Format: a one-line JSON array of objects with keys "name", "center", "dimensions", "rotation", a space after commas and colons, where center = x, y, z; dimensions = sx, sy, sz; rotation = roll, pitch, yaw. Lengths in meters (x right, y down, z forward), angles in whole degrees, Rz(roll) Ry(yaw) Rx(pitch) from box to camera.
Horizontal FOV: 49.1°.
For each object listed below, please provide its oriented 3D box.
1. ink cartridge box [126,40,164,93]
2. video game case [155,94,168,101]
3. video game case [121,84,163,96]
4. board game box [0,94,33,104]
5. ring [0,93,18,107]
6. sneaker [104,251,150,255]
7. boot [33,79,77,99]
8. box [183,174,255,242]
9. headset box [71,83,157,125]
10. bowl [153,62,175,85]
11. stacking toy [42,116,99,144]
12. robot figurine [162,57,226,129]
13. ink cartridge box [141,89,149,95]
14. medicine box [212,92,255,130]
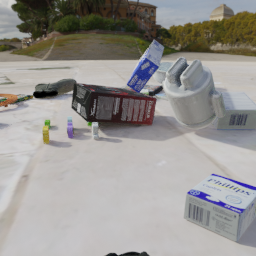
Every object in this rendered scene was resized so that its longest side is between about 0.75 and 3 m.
[{"name": "ink cartridge box", "center": [0.660, -2.227, 9.828], "dimensions": [0.541, 1.151, 2.448], "rotation": [34, 30, -9]}, {"name": "video game case", "center": [2.446, -1.596, 14.241], "dimensions": [1.614, 0.178, 1.469], "rotation": [-10, 19, -30]}, {"name": "video game case", "center": [0.726, -2.215, 16.080], "dimensions": [2.143, 0.302, 2.371], "rotation": [6, 18, 18]}, {"name": "board game box", "center": [-5.509, -1.414, 13.652], "dimensions": [0.867, 0.194, 1.655], "rotation": [9, 19, 20]}, {"name": "ring", "center": [-6.111, -1.111, 12.282], "dimensions": [2.462, 0.236, 2.462], "rotation": [-1, 21, 0]}, {"name": "sneaker", "center": [-0.134, 1.652, 1.513], "dimensions": [0.848, 1.299, 2.322], "rotation": [1, 17, 2]}, {"name": "boot", "center": [-3.767, -1.963, 14.730], "dimensions": [2.345, 0.794, 1.532], "rotation": [-12, 24, -13]}, {"name": "box", "center": [1.501, 1.196, 4.429], "dimensions": [0.868, 0.495, 0.943], "rotation": [15, 21, 38]}, {"name": "headset box", "center": [-0.420, -0.848, 9.783], "dimensions": [2.644, 0.992, 1.965], "rotation": [3, 16, -27]}, {"name": "bowl", "center": [2.731, -3.198, 17.398], "dimensions": [2.740, 1.232, 2.740], "rotation": [1, 26, -1]}, {"name": "stacking toy", "center": [-1.817, -0.086, 8.724], "dimensions": [1.565, 0.488, 2.076], "rotation": [-4, 17, -13]}, {"name": "robot figurine", "center": [1.899, -0.907, 8.274], "dimensions": [1.371, 2.427, 2.058], "rotation": [-47, 45, -15]}, {"name": "ink cartridge box", "center": [0.638, -1.680, 14.139], "dimensions": [0.794, 0.407, 1.074], "rotation": [2, 18, 5]}, {"name": "medicine box", "center": [3.474, -0.620, 9.480], "dimensions": [1.336, 0.755, 1.467], "rotation": [-1, 30, -2]}]
